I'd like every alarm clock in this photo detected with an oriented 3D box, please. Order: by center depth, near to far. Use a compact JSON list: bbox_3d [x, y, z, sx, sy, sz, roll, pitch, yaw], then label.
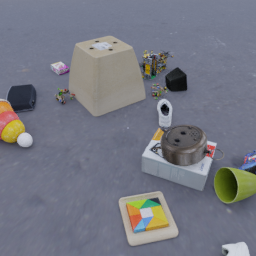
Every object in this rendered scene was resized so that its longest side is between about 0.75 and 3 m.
[{"bbox_3d":[1.924,0.530,8.692,2.146,0.715,1.448,19,46,33],"label":"alarm clock"}]

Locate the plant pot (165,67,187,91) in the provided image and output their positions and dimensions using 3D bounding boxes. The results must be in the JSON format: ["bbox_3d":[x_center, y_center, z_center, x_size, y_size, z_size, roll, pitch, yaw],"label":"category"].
[{"bbox_3d":[2.352,-2.321,13.871,0.812,0.914,0.916,-22,41,-9],"label":"plant pot"}]

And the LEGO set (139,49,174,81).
[{"bbox_3d":[1.107,-3.740,15.191,2.465,1.428,1.896,-31,47,-34],"label":"LEGO set"}]

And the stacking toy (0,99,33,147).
[{"bbox_3d":[-4.484,0.059,10.646,2.141,1.564,1.564,36,47,12],"label":"stacking toy"}]

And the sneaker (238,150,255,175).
[{"bbox_3d":[4.165,1.227,9.495,1.715,0.646,0.673,-18,33,-36],"label":"sneaker"}]

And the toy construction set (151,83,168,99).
[{"bbox_3d":[1.517,-1.809,13.481,0.638,0.693,0.831,8,26,-19],"label":"toy construction set"}]

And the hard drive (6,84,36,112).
[{"bbox_3d":[-4.984,-1.427,13.011,1.322,0.415,1.960,-8,38,-10],"label":"hard drive"}]

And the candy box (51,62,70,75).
[{"bbox_3d":[-3.786,-3.326,15.584,0.667,0.298,0.978,-27,44,-29],"label":"candy box"}]

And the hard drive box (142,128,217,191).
[{"bbox_3d":[1.737,1.000,9.530,2.114,0.812,1.648,15,41,19],"label":"hard drive box"}]

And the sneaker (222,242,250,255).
[{"bbox_3d":[2.581,3.447,6.636,0.763,0.598,1.535,-3,28,7],"label":"sneaker"}]

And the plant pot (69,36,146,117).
[{"bbox_3d":[-1.032,-2.611,12.865,2.818,2.495,2.815,-22,42,-27],"label":"plant pot"}]

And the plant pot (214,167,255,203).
[{"bbox_3d":[3.433,1.721,8.563,1.142,1.068,1.068,2,35,-21],"label":"plant pot"}]

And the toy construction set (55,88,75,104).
[{"bbox_3d":[-3.011,-1.546,13.104,0.856,0.714,0.658,-8,20,-44],"label":"toy construction set"}]

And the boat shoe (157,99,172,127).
[{"bbox_3d":[1.564,-0.806,12.017,0.676,0.643,1.878,6,38,8],"label":"boat shoe"}]

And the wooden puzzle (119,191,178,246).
[{"bbox_3d":[0.546,2.500,8.013,1.407,0.283,1.521,-7,38,-10],"label":"wooden puzzle"}]
